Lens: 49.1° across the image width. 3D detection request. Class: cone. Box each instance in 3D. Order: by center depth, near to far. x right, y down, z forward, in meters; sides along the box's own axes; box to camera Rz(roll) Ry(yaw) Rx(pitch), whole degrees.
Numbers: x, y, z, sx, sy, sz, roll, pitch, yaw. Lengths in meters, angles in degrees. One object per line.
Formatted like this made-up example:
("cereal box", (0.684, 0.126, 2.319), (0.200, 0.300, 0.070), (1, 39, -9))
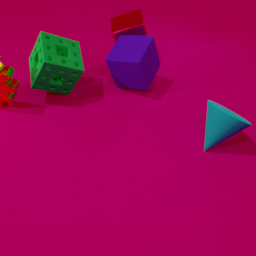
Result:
("cone", (2.217, 0.102, 7.005), (1.171, 1.176, 1.171), (25, 17, -8))

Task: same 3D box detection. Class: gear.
("gear", (-4.077, -1.406, 7.752), (1.983, 1.983, 0.367), (6, 51, 6))

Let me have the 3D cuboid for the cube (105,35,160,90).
("cube", (0.187, -2.028, 8.666), (1.165, 1.165, 1.165), (11, 58, 26))

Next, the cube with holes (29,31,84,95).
("cube with holes", (-2.152, -1.883, 8.331), (1.170, 1.170, 1.170), (6, 56, -34))

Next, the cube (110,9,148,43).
("cube", (0.111, -3.311, 10.008), (1.170, 1.170, 1.170), (-15, 46, 8))
